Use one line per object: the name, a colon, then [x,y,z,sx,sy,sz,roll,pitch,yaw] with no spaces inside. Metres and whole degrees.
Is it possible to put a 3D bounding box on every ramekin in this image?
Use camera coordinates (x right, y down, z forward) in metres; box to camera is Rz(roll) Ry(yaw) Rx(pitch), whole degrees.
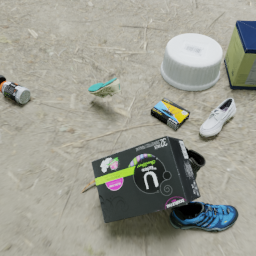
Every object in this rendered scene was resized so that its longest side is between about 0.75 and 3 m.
ramekin: [2.646,-2.805,11.575,2.512,1.224,2.512,0,50,0]

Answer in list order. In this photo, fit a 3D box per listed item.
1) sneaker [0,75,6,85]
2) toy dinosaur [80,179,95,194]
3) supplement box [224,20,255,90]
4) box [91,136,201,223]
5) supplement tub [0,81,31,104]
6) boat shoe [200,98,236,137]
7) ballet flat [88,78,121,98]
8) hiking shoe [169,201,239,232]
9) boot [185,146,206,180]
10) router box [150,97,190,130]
sneaker: [-6.007,-1.679,11.022,1.103,0.635,2.115,39,64,22]
toy dinosaur: [-0.388,1.492,8.455,1.986,0.600,1.055,5,52,5]
supplement box: [4.852,-2.871,11.138,1.317,1.960,1.962,3,51,3]
box: [0.445,1.319,7.188,2.204,1.370,1.637,-21,74,23]
supplement tub: [-4.356,-1.383,10.775,1.070,0.656,0.656,24,54,18]
boat shoe: [3.172,-0.412,9.831,1.881,0.644,0.677,-33,37,-21]
ballet flat: [-0.821,-1.330,9.943,0.605,0.605,1.742,-43,23,-29]
hiking shoe: [2.104,2.363,7.570,1.923,0.834,0.715,-5,51,-4]
boot: [1.133,0.813,8.397,2.323,1.518,0.787,24,53,19]
router box: [1.550,-0.541,10.302,1.186,0.303,0.884,34,58,24]
